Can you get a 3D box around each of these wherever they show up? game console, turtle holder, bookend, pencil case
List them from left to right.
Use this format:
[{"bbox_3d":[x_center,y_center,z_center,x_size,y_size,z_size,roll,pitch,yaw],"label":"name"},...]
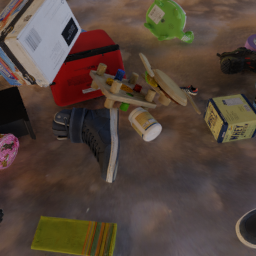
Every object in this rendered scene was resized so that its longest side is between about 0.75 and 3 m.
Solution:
[{"bbox_3d":[-4.778,0.453,8.634,2.746,1.137,1.188,14,84,14],"label":"pencil case"},{"bbox_3d":[-4.399,-0.255,9.439,1.988,0.922,2.001,-21,50,-18],"label":"bookend"},{"bbox_3d":[-1.852,-2.486,11.161,2.956,2.547,1.754,-18,17,-16],"label":"game console"},{"bbox_3d":[2.127,-5.190,13.518,2.374,1.804,1.686,20,30,22],"label":"turtle holder"}]

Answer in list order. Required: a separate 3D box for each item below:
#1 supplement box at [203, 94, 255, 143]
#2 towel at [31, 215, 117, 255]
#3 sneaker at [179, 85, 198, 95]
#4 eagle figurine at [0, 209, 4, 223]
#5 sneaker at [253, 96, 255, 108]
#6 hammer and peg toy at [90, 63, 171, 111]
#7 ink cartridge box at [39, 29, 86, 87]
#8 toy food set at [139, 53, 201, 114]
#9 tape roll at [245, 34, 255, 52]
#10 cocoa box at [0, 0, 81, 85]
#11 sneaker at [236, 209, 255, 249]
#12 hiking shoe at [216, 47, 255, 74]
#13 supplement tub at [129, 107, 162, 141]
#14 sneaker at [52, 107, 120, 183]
[{"bbox_3d":[3.508,-0.344,9.538,1.332,0.895,1.333,-9,47,-8],"label":"supplement box"},{"bbox_3d":[-1.345,2.744,7.130,2.064,0.186,0.888,5,46,5],"label":"towel"},{"bbox_3d":[2.376,-1.569,11.086,0.783,0.331,0.293,13,48,12],"label":"sneaker"},{"bbox_3d":[-4.285,2.293,7.106,1.786,1.348,1.355,-8,84,-48],"label":"eagle figurine"},{"bbox_3d":[5.318,-1.578,10.719,0.746,0.872,2.104,19,50,15],"label":"sneaker"},{"bbox_3d":[0.124,-1.332,10.139,2.789,0.984,2.052,8,29,-34],"label":"hammer and peg toy"},{"bbox_3d":[-3.311,-3.301,12.086,2.142,1.237,2.934,28,53,24],"label":"ink cartridge box"},{"bbox_3d":[1.354,-1.376,9.879,2.696,0.541,1.861,33,25,-28],"label":"toy food set"},{"bbox_3d":[6.156,-3.546,12.689,1.670,0.709,1.670,1,47,-1],"label":"tape roll"},{"bbox_3d":[-3.121,-2.988,9.199,1.804,1.833,2.749,3,56,25],"label":"cocoa box"},{"bbox_3d":[4.090,1.910,6.675,2.822,2.039,1.073,-11,50,-8],"label":"sneaker"},{"bbox_3d":[5.230,-3.042,12.001,2.672,1.012,1.345,-1,49,-1],"label":"hiking shoe"},{"bbox_3d":[0.546,-0.135,9.212,0.720,0.720,0.995,-27,59,-23],"label":"supplement tub"},{"bbox_3d":[-1.305,0.428,8.575,2.116,1.114,2.929,3,41,-7],"label":"sneaker"}]
